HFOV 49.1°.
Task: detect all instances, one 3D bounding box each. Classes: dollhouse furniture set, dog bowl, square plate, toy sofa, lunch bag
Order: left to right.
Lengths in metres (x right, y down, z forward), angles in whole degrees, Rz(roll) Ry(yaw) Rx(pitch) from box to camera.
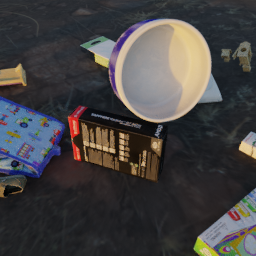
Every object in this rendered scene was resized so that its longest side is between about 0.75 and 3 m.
[{"bbox_3d":[-4.760,-1.855,10.680,1.638,0.799,0.678,-9,66,-11],"label":"toy sofa"},{"bbox_3d":[-3.121,0.266,7.867,2.590,1.219,1.950,14,39,2],"label":"lunch bag"},{"bbox_3d":[0.753,-1.377,6.730,2.341,2.341,0.922,-13,25,-15],"label":"dog bowl"},{"bbox_3d":[1.848,-2.056,9.987,2.686,0.382,2.660,-6,66,-19],"label":"square plate"},{"bbox_3d":[4.429,-2.888,11.350,1.027,1.161,0.645,12,77,32],"label":"dollhouse furniture set"}]

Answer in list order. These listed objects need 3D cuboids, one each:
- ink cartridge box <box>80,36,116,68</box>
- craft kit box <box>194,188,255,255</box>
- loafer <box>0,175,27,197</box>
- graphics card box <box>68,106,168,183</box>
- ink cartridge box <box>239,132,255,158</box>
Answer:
[{"bbox_3d":[-0.956,-3.408,12.526,1.966,0.471,1.430,31,50,31],"label":"ink cartridge box"},{"bbox_3d":[3.322,2.516,5.511,2.853,0.692,2.818,-27,50,-28],"label":"craft kit box"},{"bbox_3d":[-3.117,1.460,6.854,1.206,0.454,0.420,-12,38,-14],"label":"loafer"},{"bbox_3d":[-0.260,0.414,7.247,2.447,1.535,0.622,14,40,17],"label":"graphics card box"},{"bbox_3d":[3.726,0.549,7.992,0.850,0.358,0.621,31,50,31],"label":"ink cartridge box"}]
